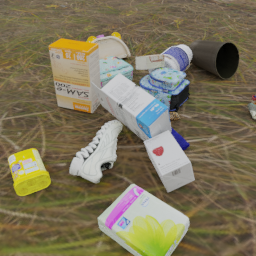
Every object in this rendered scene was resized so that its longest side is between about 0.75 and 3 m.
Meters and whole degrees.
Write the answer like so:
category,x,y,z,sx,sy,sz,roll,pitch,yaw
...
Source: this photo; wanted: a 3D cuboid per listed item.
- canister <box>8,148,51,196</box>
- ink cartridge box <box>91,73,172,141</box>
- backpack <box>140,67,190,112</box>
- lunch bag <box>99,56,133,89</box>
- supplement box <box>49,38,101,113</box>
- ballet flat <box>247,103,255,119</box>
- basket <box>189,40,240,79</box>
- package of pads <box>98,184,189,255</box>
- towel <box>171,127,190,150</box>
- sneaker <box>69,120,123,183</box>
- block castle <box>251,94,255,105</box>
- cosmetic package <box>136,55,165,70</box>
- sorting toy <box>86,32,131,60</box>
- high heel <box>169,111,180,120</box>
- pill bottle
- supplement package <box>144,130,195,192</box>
category,x,y,z,sx,sy,sz,roll,pitch,yaw
canister,-3.091,1.313,8.686,1.026,0.598,1.382,-18,41,-22
ink cartridge box,0.107,-0.749,9.812,0.976,1.669,2.877,-43,61,-13
backpack,1.475,-1.738,11.832,1.939,1.425,1.774,16,36,26
lunch bag,-0.906,-2.614,13.377,2.259,0.871,1.811,-27,46,-30
supplement box,-2.049,-2.055,11.238,1.675,2.658,0.977,12,38,16
ballet flat,5.216,-0.476,11.043,0.483,0.511,1.517,-43,46,-3
basket,4.147,-3.606,14.041,1.506,1.997,2.215,-47,42,-4
package of pads,0.421,2.451,7.205,1.932,0.659,1.493,27,47,29
towel,1.517,0.478,10.010,0.873,0.293,1.182,-25,45,-18
sneaker,-0.782,0.749,9.240,1.085,1.006,2.677,28,46,10
block castle,5.757,-0.932,11.488,0.853,0.599,1.276,-7,39,-10
cosmetic package,0.932,-2.754,11.659,0.626,0.529,1.212,11,23,40
sorting toy,-1.649,-4.466,15.644,2.716,1.451,2.445,-17,22,-20
high heel,1.557,-0.449,11.049,0.683,0.342,0.957,-12,23,-24
pill bottle,2.174,-3.149,13.603,1.424,1.424,2.379,22,44,26
supplement package,1.244,0.993,8.650,0.931,0.920,1.536,-25,42,-2
